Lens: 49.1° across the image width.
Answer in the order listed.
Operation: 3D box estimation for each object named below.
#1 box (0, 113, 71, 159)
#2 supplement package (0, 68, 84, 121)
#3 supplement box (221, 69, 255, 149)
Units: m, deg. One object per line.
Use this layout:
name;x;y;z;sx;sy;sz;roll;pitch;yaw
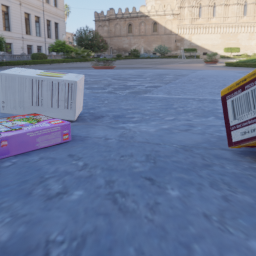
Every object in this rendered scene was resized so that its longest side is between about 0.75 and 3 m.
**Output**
box;-2.548;0.145;5.790;1.547;0.442;2.260;14;20;41
supplement package;-2.423;-1.015;8.127;2.109;1.155;1.200;6;19;-1
supplement box;3.321;-0.344;4.967;2.781;1.191;1.534;-1;-12;-15
